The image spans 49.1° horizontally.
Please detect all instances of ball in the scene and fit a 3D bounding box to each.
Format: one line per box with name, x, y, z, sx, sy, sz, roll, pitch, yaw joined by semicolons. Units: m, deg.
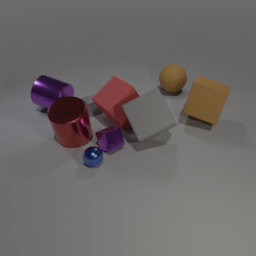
ball;2.284;-2.531;14.209;1.400;1.400;1.400;0;32;0
ball;-1.187;0.965;9.520;0.700;0.700;0.700;0;32;0

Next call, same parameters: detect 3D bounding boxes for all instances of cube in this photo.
cube;0.830;-0.438;10.236;1.400;1.400;1.400;-27;-8;10
cube;-0.346;-1.035;11.584;1.400;1.400;1.400;-46;44;-6
cube;-1.651;-1.011;12.707;0.700;0.700;0.700;-23;38;-32
cube;-0.656;0.391;10.251;0.700;0.700;0.700;-24;16;-33
cube;3.242;-1.188;11.556;1.400;1.400;1.400;22;26;13

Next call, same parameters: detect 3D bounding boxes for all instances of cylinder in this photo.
cylinder;-3.373;-1.510;12.587;1.400;1.400;1.400;21;36;12
cylinder;-2.126;-0.217;10.419;1.400;1.400;1.400;-2;50;3
